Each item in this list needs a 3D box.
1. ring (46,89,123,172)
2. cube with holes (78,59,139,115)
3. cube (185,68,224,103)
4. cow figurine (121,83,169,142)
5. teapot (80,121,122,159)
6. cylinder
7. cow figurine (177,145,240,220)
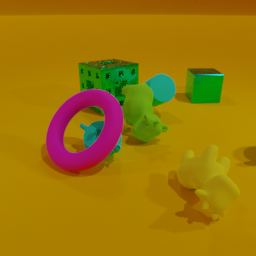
[{"bbox_3d":[-0.941,0.009,5.872,1.862,0.372,1.862,-14,58,23],"label":"ring"},{"bbox_3d":[-0.615,-1.388,8.999,1.376,1.376,1.376,-17,27,-34],"label":"cube with holes"},{"bbox_3d":[2.626,-1.487,9.759,1.000,1.000,1.000,-1,24,-3],"label":"cube"},{"bbox_3d":[0.386,-0.440,7.018,1.552,1.577,0.866,-3,-23,46],"label":"cow figurine"},{"bbox_3d":[-0.564,0.227,6.025,1.385,0.678,0.861,29,78,36],"label":"teapot"},{"bbox_3d":[0.856,-1.090,8.249,0.827,0.827,0.827,-9,-2,-19],"label":"cylinder"},{"bbox_3d":[1.278,0.903,4.743,1.271,0.698,1.251,-19,33,52],"label":"cow figurine"}]
